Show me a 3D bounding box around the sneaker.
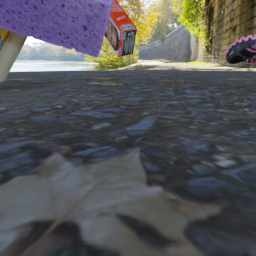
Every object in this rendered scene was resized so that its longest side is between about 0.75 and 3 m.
[{"bbox_3d":[3.582,-1.897,7.241,0.891,1.076,2.256,3,-7,-40],"label":"sneaker"}]

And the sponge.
[{"bbox_3d":[-1.808,-2.634,6.369,2.705,1.509,0.403,16,54,-7],"label":"sponge"}]

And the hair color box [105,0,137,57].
[{"bbox_3d":[-0.494,-3.873,10.505,0.699,1.159,2.283,-18,58,-19],"label":"hair color box"}]

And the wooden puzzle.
[{"bbox_3d":[-4.095,-3.028,7.433,2.880,2.665,0.536,30,-21,-30],"label":"wooden puzzle"}]
